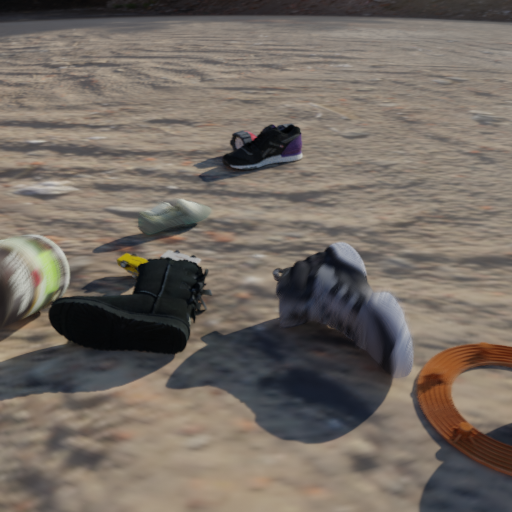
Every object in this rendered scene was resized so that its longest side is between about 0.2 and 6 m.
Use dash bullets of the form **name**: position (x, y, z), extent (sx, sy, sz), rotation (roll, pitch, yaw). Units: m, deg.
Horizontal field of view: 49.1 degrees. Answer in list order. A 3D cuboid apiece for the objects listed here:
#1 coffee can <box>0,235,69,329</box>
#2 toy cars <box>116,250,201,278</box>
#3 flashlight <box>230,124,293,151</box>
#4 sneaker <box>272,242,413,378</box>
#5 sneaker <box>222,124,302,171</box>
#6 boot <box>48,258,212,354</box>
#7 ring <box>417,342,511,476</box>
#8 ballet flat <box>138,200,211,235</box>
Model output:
- **coffee can**: position (-3.550, 0.362, 7.863), extent (1.192, 1.192, 1.628), rotation (4, 9, 7)
- **toy cars**: position (-1.671, 0.175, 9.650), extent (1.404, 0.311, 0.629), rotation (-4, 29, -16)
- **flashlight**: position (0.242, -3.259, 15.442), extent (2.033, 0.688, 0.691), rotation (-25, 31, -36)
- **sneaker**: position (1.080, 0.839, 7.829), extent (1.434, 0.951, 2.520), rotation (-15, 39, -9)
- **sneaker**: position (0.143, -2.883, 14.415), extent (2.277, 0.997, 0.862), rotation (-16, 33, -26)
- **boot**: position (-1.764, 0.616, 8.363), extent (2.106, 0.779, 1.726), rotation (8, 32, 0)
- **ring**: position (3.192, 1.765, 6.874), extent (2.335, 0.224, 2.335), rotation (0, 30, 0)
- **ballet flat**: position (-1.588, -0.851, 11.083), extent (1.564, 0.498, 0.527), rotation (-20, 41, -26)
